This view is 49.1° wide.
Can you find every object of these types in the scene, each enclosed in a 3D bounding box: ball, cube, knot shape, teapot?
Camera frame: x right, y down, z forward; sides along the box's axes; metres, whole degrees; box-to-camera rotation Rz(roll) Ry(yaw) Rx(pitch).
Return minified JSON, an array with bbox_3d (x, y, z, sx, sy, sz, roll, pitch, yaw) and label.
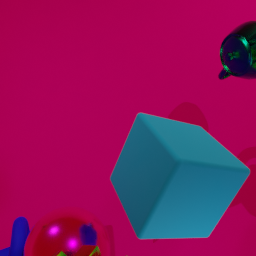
[{"bbox_3d":[-0.815,1.662,3.814,1.148,1.148,1.148,0,69,0],"label":"ball"},{"bbox_3d":[0.546,0.571,3.380,1.033,1.033,1.033,11,24,-28],"label":"cube"},{"bbox_3d":[-1.788,2.071,4.502,0.661,1.339,1.431,26,28,20],"label":"knot shape"},{"bbox_3d":[2.406,-1.571,5.694,0.935,1.909,1.187,-19,71,-20],"label":"teapot"}]

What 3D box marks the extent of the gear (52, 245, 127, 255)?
[{"bbox_3d":[-0.233,1.777,2.387,1.525,0.282,1.525,5,104,21],"label":"gear"}]
